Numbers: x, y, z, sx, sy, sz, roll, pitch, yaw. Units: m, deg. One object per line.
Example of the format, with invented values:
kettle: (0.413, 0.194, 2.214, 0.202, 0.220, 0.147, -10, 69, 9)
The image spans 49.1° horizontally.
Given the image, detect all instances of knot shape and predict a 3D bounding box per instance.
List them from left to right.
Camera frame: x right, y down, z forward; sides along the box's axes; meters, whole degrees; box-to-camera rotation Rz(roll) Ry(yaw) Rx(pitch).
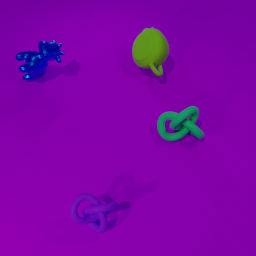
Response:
knot shape: (-0.764, 1.990, 6.406, 1.066, 0.998, 0.493, 1, 33, -3)
knot shape: (1.421, -0.071, 7.841, 1.238, 1.323, 0.611, -8, 53, 25)

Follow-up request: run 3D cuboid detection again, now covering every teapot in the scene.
teapot: (0.791, -2.600, 9.191, 0.995, 1.264, 2.033, 9, 62, -41)

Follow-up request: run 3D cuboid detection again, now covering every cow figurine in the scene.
cow figurine: (-2.813, -2.189, 9.126, 1.509, 1.534, 0.842, -17, 78, -14)
